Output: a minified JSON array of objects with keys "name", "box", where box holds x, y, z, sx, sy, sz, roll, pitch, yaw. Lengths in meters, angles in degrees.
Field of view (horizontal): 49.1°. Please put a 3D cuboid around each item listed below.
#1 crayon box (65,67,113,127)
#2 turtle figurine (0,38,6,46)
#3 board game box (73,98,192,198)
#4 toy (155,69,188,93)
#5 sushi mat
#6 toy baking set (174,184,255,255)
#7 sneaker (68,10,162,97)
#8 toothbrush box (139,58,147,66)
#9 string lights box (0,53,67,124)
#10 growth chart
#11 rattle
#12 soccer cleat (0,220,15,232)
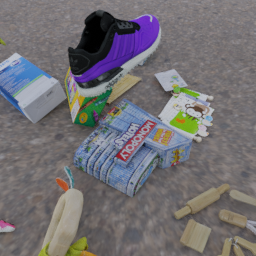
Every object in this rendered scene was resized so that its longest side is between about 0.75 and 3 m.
[{"name":"crayon box","box":[-1.493,-1.528,9.879,0.791,1.612,2.714,12,36,-29]},{"name":"turtle figurine","box":[-3.799,-1.885,7.058,1.378,1.709,0.550,-43,68,-9]},{"name":"board game box","box":[0.293,0.551,8.291,2.765,0.853,2.767,22,47,23]},{"name":"toy","box":[1.704,-1.823,11.218,0.877,0.360,1.523,-15,34,-4]},{"name":"sushi mat","box":[-0.485,-1.633,11.216,1.035,0.131,2.164,27,49,26]},{"name":"toy baking set","box":[2.563,2.339,6.785,2.804,0.326,2.152,-25,51,-25]},{"name":"sneaker","box":[-0.249,-2.085,6.370,1.003,1.435,2.886,19,57,36]},{"name":"toothbrush box","box":[0.439,-3.925,12.939,1.430,0.833,1.953,27,45,2]},{"name":"string lights box","box":[-3.832,-1.576,10.359,2.987,0.881,1.535,34,67,32]},{"name":"growth chart","box":[2.125,-0.592,10.024,1.928,0.236,2.665,17,46,16]},{"name":"rattle","box":[-0.987,2.125,6.600,1.854,1.690,2.596,9,14,-8]},{"name":"soccer cleat","box":[-3.248,2.399,6.694,1.103,0.385,0.476,10,62,12]}]
